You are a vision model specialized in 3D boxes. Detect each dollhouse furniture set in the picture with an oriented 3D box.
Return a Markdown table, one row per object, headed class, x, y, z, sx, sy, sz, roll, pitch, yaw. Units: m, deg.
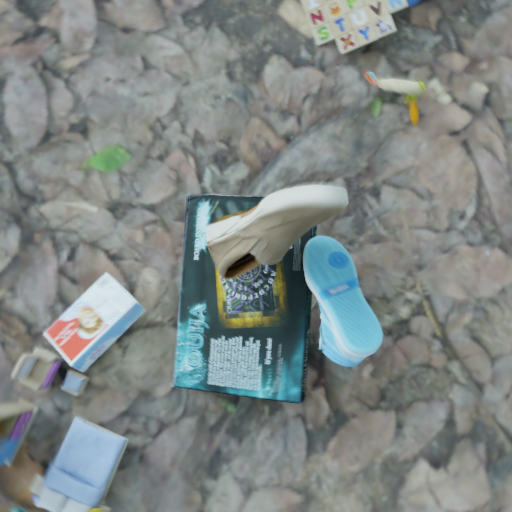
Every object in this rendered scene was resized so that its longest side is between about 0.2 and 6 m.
| class | x | y | z | sx | sy | sz | roll | pitch | yaw |
| --- | --- | --- | --- | --- | --- | --- | --- | --- | --- |
| dollhouse furniture set | -3.383 | 3.221 | 9.635 | 2.551 | 1.665 | 2.408 | 24 | 82 | 5 |

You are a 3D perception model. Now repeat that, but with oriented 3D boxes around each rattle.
| class | x | y | z | sx | sy | sz | roll | pitch | yaw |
| --- | --- | --- | --- | --- | --- | --- | --- | --- | --- |
| rattle | 2.717 | -3.209 | 11.319 | 1.205 | 0.861 | 0.784 | 2 | 41 | -5 |

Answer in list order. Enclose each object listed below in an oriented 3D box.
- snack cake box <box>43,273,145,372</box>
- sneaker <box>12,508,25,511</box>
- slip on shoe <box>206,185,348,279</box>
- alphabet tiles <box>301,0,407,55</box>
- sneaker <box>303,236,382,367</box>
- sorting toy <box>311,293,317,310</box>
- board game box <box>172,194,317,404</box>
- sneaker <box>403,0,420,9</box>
| class | x | y | z | sx | sy | sz | roll | pitch | yaw |
| --- | --- | --- | --- | --- | --- | --- | --- | --- | --- |
| snack cake box | -2.979 | 1.227 | 10.369 | 0.921 | 0.538 | 1.602 | 40 | 77 | 23 |
| sneaker | -4.788 | 4.744 | 9.770 | 1.351 | 0.935 | 2.237 | -38 | 91 | -1 |
| slip on shoe | 0.252 | -0.317 | 8.697 | 1.140 | 2.999 | 0.909 | 4 | 76 | -42 |
| alphabet tiles | 1.935 | -5.450 | 11.623 | 1.953 | 0.074 | 2.347 | -20 | 81 | 13 |
| sneaker | 1.281 | 0.867 | 9.467 | 0.877 | 1.440 | 2.205 | -12 | 61 | -11 |
| sorting toy | 0.616 | 0.711 | 10.840 | 1.113 | 0.219 | 1.202 | 32 | 78 | 5 |
| board game box | -0.205 | 0.704 | 10.172 | 2.434 | 0.507 | 3.599 | 4 | 89 | 15 |
| sneaker | 3.583 | -5.965 | 11.501 | 2.464 | 1.013 | 0.911 | -26 | 83 | 1 |
